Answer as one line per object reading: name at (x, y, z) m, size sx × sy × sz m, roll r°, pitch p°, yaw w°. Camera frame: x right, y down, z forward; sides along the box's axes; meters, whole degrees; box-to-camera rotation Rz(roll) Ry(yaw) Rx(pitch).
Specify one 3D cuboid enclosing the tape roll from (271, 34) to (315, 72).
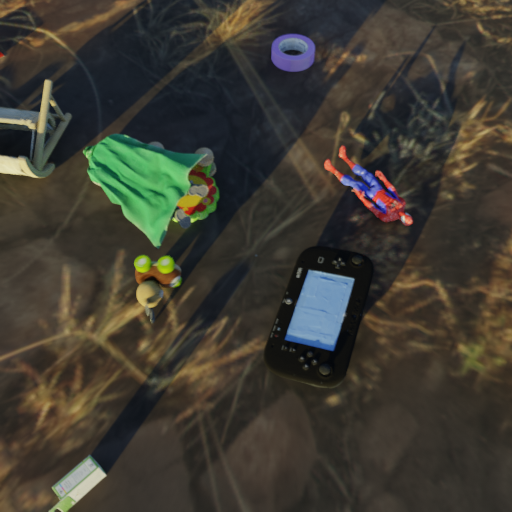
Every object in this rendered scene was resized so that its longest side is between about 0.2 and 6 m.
tape roll at (0.868, -4.786, 13.195) m, size 1.004 × 0.329 × 1.004 m, roll 0°, pitch 55°, yaw 0°

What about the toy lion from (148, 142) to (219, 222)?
toy lion at (-1.482, -1.370, 10.783) m, size 1.603 × 0.550 × 1.536 m, roll 9°, pitch 63°, yaw 6°

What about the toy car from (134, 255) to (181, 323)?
toy car at (-1.658, 0.586, 9.239) m, size 0.758 × 0.790 × 0.961 m, roll 2°, pitch 66°, yaw 4°

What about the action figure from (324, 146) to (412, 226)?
action figure at (2.169, -1.261, 10.584) m, size 0.657 × 0.519 × 2.008 m, roll -41°, pitch 71°, yaw -10°

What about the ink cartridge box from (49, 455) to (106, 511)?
ink cartridge box at (-2.494, 3.154, 7.638) m, size 0.249 × 0.436 × 0.840 m, roll 39°, pitch 64°, yaw 24°

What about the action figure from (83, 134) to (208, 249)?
action figure at (-2.257, -1.512, 10.456) m, size 3.070 × 0.840 × 1.814 m, roll 30°, pitch 89°, yaw 33°

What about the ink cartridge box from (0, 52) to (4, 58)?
ink cartridge box at (-6.677, -4.860, 13.309) m, size 0.915 × 0.230 × 1.054 m, roll -39°, pitch 64°, yaw -22°

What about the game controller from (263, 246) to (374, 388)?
game controller at (1.051, 0.911, 9.130) m, size 1.330 × 0.537 × 2.550 m, roll 16°, pitch 56°, yaw 10°

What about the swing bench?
swing bench at (-4.944, -2.411, 10.993) m, size 1.897 × 1.237 × 1.907 m, roll 8°, pitch 70°, yaw 5°
